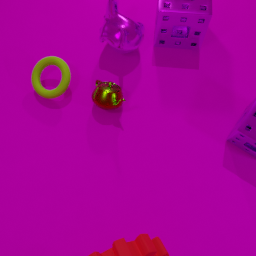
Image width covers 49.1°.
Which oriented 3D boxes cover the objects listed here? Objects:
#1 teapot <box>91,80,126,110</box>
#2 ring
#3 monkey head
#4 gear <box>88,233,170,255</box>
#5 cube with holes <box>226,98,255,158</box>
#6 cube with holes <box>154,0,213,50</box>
[{"bbox_3d":[-0.469,-0.838,7.029,0.821,0.647,1.321,-12,41,-35],"label":"teapot"},{"bbox_3d":[-1.993,-1.301,7.227,1.099,0.220,1.099,-1,87,15],"label":"ring"},{"bbox_3d":[-0.130,-2.717,7.496,1.129,1.347,1.873,18,34,11],"label":"monkey head"},{"bbox_3d":[-0.151,2.480,4.681,1.788,1.788,0.331,-25,46,-10],"label":"gear"},{"bbox_3d":[3.119,0.027,6.459,1.057,1.057,1.057,33,82,13],"label":"cube with holes"},{"bbox_3d":[1.474,-3.177,7.770,1.344,1.344,1.344,5,67,2],"label":"cube with holes"}]
